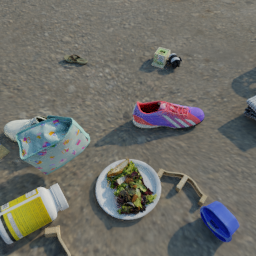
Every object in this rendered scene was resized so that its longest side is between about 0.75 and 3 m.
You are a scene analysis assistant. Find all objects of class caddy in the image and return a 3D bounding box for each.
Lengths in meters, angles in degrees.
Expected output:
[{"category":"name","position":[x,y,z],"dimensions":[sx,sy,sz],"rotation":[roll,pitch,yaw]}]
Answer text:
[{"category":"caddy","position":[2.714,2.832,8.454],"dimensions":[0.639,0.860,1.217],"rotation":[-25,54,-25]}]

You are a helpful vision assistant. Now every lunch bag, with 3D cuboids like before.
[{"category":"lunch bag","position":[-2.314,0.454,9.073],"dimensions":[1.943,1.655,1.185],"rotation":[-29,61,-1]}]

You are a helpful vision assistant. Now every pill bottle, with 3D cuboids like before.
[{"category":"pill bottle","position":[-2.897,2.526,8.535],"dimensions":[1.983,1.115,1.115],"rotation":[-25,55,-19]}]

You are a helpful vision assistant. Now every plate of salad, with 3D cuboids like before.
[{"category":"plate of salad","position":[0.005,1.932,9.362],"dimensions":[2.214,0.532,2.214],"rotation":[-1,51,1]}]

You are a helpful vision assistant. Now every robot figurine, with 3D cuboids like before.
[{"category":"robot figurine","position":[2.287,-3.304,13.801],"dimensions":[0.615,0.511,0.819],"rotation":[11,43,-32]}]

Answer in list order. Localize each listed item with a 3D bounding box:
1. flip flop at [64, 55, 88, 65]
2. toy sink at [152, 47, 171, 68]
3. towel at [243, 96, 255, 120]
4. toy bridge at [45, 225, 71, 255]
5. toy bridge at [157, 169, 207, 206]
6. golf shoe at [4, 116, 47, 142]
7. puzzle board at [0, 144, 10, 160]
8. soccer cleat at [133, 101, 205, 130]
[{"category":"flip flop","position":[-2.622,-3.484,14.037],"dimensions":[1.235,0.356,0.501],"rotation":[16,52,13]},{"category":"toy sink","position":[1.644,-3.524,13.949],"dimensions":[0.628,0.540,0.963],"rotation":[21,53,17]},{"category":"towel","position":[5.902,-0.717,11.470],"dimensions":[1.888,0.808,1.563],"rotation":[-25,56,-22]},{"category":"toy bridge","position":[-1.974,3.905,7.899],"dimensions":[0.795,0.322,2.365],"rotation":[-5,50,-7]},{"category":"toy bridge","position":[1.855,1.894,9.617],"dimensions":[1.869,0.254,0.628],"rotation":[30,56,23]},{"category":"golf shoe","position":[-3.490,-0.084,10.592],"dimensions":[2.724,1.324,1.067],"rotation":[5,53,7]},{"category":"puzzle board","position":[-5.089,1.036,10.446],"dimensions":[0.823,0.095,1.092],"rotation":[31,56,24]},{"category":"soccer cleat","position":[1.654,-0.592,11.152],"dimensions":[2.940,1.076,1.003],"rotation":[-1,50,-1]}]
